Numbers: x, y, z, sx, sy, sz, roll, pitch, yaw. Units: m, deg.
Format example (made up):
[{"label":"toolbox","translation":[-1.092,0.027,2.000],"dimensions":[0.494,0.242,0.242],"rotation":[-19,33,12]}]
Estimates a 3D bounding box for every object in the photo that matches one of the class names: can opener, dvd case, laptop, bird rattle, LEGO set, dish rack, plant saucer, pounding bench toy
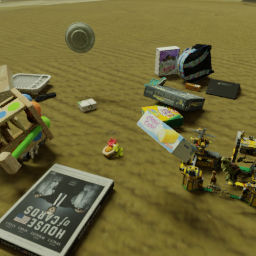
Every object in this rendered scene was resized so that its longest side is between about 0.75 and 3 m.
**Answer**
[{"label":"can opener","translation":[-3.577,0.426,10.804],"dimensions":[0.661,0.523,1.989],"rotation":[1,33,3]},{"label":"dvd case","translation":[-2.036,2.286,8.082],"dimensions":[2.251,0.370,2.995],"rotation":[12,34,19]},{"label":"laptop","translation":[5.141,-2.073,15.076],"dimensions":[1.526,0.944,1.629],"rotation":[15,64,23]},{"label":"bird rattle","translation":[-0.622,0.743,10.419],"dimensions":[0.737,0.509,0.903],"rotation":[-32,39,-16]},{"label":"LEGO set","translation":[3.122,0.987,8.852],"dimensions":[2.931,1.698,2.253],"rotation":[16,36,23]},{"label":"dish rack","translation":[-5.450,-2.361,15.149],"dimensions":[2.216,0.482,1.902],"rotation":[6,34,9]},{"label":"plant saucer","translation":[-2.345,-4.363,13.662],"dimensions":[1.486,1.486,0.373],"rotation":[-2,27,-4]},{"label":"pounding bench toy","translation":[-3.685,0.152,9.591],"dimensions":[2.141,1.705,2.745],"rotation":[-39,46,-19]}]

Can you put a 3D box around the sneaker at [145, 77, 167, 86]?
[{"label":"sneaker","translation":[1.357,-2.271,14.311],"dimensions":[1.392,0.554,0.539],"rotation":[-24,-5,43]}]

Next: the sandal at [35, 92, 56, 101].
[{"label":"sandal","translation":[-4.219,-1.648,14.256],"dimensions":[1.152,0.247,0.438],"rotation":[-25,41,-34]}]

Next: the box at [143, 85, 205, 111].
[{"label":"box","translation":[2.169,-1.445,13.132],"dimensions":[2.325,0.593,1.833],"rotation":[24,19,33]}]

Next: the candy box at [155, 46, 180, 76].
[{"label":"candy box","translation":[2.324,-3.952,16.589],"dimensions":[1.310,1.562,0.559],"rotation":[-11,33,-17]}]

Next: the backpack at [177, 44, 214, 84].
[{"label":"backpack","translation":[3.647,-3.583,15.864],"dimensions":[2.131,1.946,1.434],"rotation":[-31,34,-22]}]

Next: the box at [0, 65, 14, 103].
[{"label":"box","translation":[-6.239,-2.213,14.011],"dimensions":[0.860,0.704,1.812],"rotation":[-20,58,-6]}]

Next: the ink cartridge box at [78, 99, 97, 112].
[{"label":"ink cartridge box","translation":[-1.928,-1.083,13.322],"dimensions":[0.751,0.317,0.548],"rotation":[-19,37,-26]}]

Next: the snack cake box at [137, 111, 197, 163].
[{"label":"snack cake box","translation":[1.058,0.230,7.793],"dimensions":[0.898,0.525,1.561],"rotation":[32,7,-47]}]

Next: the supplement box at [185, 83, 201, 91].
[{"label":"supplement box","translation":[3.504,-2.214,15.121],"dimensions":[0.790,0.263,0.272],"rotation":[22,37,30]}]

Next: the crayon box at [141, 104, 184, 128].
[{"label":"crayon box","translation":[1.457,-0.504,12.196],"dimensions":[1.346,0.455,1.560],"rotation":[-8,29,-14]}]
